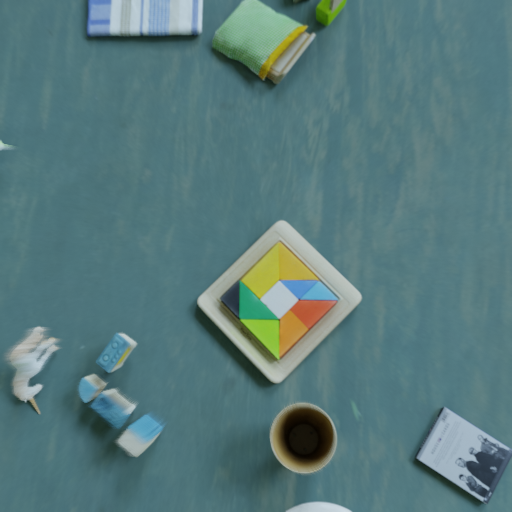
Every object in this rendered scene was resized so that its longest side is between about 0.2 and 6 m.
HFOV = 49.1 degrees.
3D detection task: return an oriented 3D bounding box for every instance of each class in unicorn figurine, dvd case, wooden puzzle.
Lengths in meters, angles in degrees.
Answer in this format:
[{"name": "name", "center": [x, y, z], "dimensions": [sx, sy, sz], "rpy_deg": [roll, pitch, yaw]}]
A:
[{"name": "unicorn figurine", "center": [-3.749, 1.814, 9.343], "dimensions": [0.533, 1.443, 0.991], "rpy_deg": [20, 56, 23]}, {"name": "dvd case", "center": [3.463, 3.307, 9.319], "dimensions": [1.326, 0.164, 0.997], "rpy_deg": [32, 79, 8]}, {"name": "wooden puzzle", "center": [0.409, 0.748, 9.805], "dimensions": [2.229, 0.415, 2.062], "rpy_deg": [-44, 80, -10]}]

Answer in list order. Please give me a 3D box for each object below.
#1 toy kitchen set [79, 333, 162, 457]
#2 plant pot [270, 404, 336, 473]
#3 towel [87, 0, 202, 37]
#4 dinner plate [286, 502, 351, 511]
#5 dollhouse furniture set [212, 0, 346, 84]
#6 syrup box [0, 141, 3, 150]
[{"name": "toy kitchen set", "center": [-2.036, 2.189, 9.070], "dimensions": [1.524, 0.898, 1.221], "rpy_deg": [36, 91, 6]}, {"name": "plant pot", "center": [0.746, 2.913, 8.920], "dimensions": [0.996, 1.068, 0.996], "rpy_deg": [-1, 70, 4]}, {"name": "towel", "center": [-2.214, -5.200, 11.316], "dimensions": [2.347, 0.279, 1.723], "rpy_deg": [-1, 78, 2]}, {"name": "dinner plate", "center": [1.020, 5.078, 8.864], "dimensions": [2.166, 0.263, 2.166], "rpy_deg": [0, 76, 1]}, {"name": "dollhouse furniture set", "center": [0.706, -5.117, 10.755], "dimensions": [1.691, 1.306, 3.384], "rpy_deg": [35, 79, 8]}, {"name": "syrup box", "center": [-5.193, -1.820, 10.097], "dimensions": [1.151, 0.453, 0.469], "rpy_deg": [-41, 67, 5]}]
